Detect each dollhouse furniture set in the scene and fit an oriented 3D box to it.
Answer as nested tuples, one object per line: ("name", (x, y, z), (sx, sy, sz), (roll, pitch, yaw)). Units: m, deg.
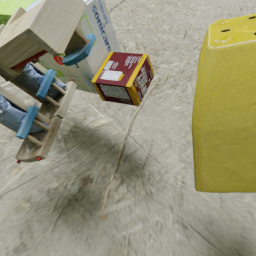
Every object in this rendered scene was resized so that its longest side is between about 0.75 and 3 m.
("dollhouse furniture set", (-1.290, -0.539, 3.916), (2.166, 1.527, 1.518), (-10, 53, 40))

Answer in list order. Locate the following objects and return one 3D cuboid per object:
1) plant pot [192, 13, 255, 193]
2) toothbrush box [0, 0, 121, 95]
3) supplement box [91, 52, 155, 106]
("plant pot", (1.446, -0.386, 3.079), (1.528, 1.564, 1.518), (-5, 33, 20))
("toothbrush box", (-1.412, -1.751, 5.606), (2.309, 1.681, 0.994), (16, 58, 29))
("supplement box", (-0.067, -0.900, 5.055), (0.796, 0.528, 0.785), (12, 61, 28))
